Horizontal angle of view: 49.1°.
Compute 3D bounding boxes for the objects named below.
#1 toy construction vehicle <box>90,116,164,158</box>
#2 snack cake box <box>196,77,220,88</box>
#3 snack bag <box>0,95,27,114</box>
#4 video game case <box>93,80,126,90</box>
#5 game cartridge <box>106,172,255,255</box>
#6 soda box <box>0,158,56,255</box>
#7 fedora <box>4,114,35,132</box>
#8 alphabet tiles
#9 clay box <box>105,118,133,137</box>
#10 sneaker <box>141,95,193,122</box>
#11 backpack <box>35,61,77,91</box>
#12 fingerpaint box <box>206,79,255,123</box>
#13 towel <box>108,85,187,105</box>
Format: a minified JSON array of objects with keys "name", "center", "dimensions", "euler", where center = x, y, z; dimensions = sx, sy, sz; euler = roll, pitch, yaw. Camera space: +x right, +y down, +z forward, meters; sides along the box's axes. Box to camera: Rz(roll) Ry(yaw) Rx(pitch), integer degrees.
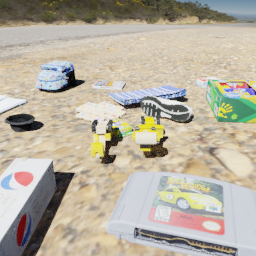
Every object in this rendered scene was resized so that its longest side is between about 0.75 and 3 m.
[{"name":"toy construction vehicle","center":[0.007,0.283,8.327],"dimensions":[2.161,0.874,2.482],"euler":[-1,14,-1]},{"name":"snack cake box","center":[4.125,-2.349,14.427],"dimensions":[1.057,0.355,0.608],"euler":[-10,29,-19]},{"name":"snack bag","center":[-5.778,-0.969,11.636],"dimensions":[2.263,0.242,2.134],"euler":[11,27,21]},{"name":"video game case","center":[-0.949,-2.209,14.391],"dimensions":[1.499,0.131,1.072],"euler":[5,26,9]},{"name":"game cartridge","center":[1.219,1.669,5.739],"dimensions":[2.896,0.592,1.928],"euler":[7,22,13]},{"name":"soda box","center":[-2.275,1.616,5.433],"dimensions":[0.913,0.854,2.682],"euler":[2,25,5]},{"name":"fedora","center":[-3.683,-0.143,9.618],"dimensions":[1.015,0.464,1.015],"euler":[1,26,0]},{"name":"alphabet tiles","center":[-1.079,-0.657,11.016],"dimensions":[1.877,0.137,1.836],"euler":[16,28,28]},{"name":"clay box","center":[-0.336,-0.026,9.612],"dimensions":[0.618,0.256,1.076],"euler":[-18,30,-34]},{"name":"sneaker","center":[1.474,-0.726,10.729],"dimensions":[2.155,0.795,0.862],"euler":[20,17,29]},{"name":"backpack","center":[-3.663,-2.518,13.807],"dimensions":[1.650,1.216,1.808],"euler":[13,30,25]},{"name":"fingerpaint box","center":[4.484,-1.167,11.193],"dimensions":[2.222,0.977,2.663],"euler":[3,25,5]},{"name":"towel","center":[0.835,-1.544,12.387],"dimensions":[2.977,0.355,2.155],"euler":[-10,18,-17]}]
